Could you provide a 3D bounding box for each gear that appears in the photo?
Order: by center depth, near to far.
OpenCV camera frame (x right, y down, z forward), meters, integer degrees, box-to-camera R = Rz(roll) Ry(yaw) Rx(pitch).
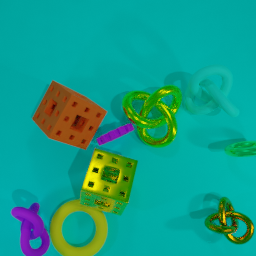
[{"bbox_3d":[-0.374,0.190,8.229,1.130,1.130,0.209,-25,86,-5],"label":"gear"}]

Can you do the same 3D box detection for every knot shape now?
[{"bbox_3d":[-2.628,2.606,7.577,0.695,1.408,1.504,-18,107,-19],"label":"knot shape"},{"bbox_3d":[2.730,2.615,7.801,1.225,0.605,1.309,-8,51,-22],"label":"knot shape"},{"bbox_3d":[2.523,-0.920,8.207,1.728,1.846,0.853,39,65,7],"label":"knot shape"},{"bbox_3d":[0.820,-0.299,8.423,1.961,0.906,1.835,-10,95,-11],"label":"knot shape"}]

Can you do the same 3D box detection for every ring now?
[{"bbox_3d":[3.435,0.593,8.104,1.244,1.244,0.249,-10,95,-2],"label":"ring"},{"bbox_3d":[-1.432,2.937,8.138,1.683,0.337,1.683,0,79,1],"label":"ring"}]

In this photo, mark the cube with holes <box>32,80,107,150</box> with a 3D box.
[{"bbox_3d":[-1.657,-0.359,7.907,1.264,1.264,1.264,35,98,45],"label":"cube with holes"}]

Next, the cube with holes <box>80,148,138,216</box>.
[{"bbox_3d":[-0.541,1.508,7.702,1.217,1.217,1.217,16,57,-1],"label":"cube with holes"}]
